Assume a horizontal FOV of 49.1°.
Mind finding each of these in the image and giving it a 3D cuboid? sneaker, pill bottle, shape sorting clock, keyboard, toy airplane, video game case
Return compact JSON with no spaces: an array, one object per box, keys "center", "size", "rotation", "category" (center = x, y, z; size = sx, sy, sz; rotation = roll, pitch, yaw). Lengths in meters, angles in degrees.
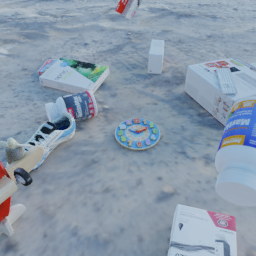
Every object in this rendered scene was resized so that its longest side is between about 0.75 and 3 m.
[{"center":[-2.640,0.394,8.566],"size":[0.953,0.961,2.652],"rotation":[21,44,24],"category":"sneaker"},{"center":[2.215,0.412,5.144],"size":[1.051,1.051,1.876],"rotation":[17,56,20],"category":"pill bottle"},{"center":[0.321,0.159,9.381],"size":[1.523,0.299,1.523],"rotation":[0,38,0],"category":"shape sorting clock"},{"center":[-2.004,-0.682,9.904],"size":[1.641,0.981,0.981],"rotation":[-17,41,-20],"category":"pill bottle"},{"center":[3.490,-1.700,9.967],"size":[0.508,0.096,1.805],"rotation":[4,39,6],"category":"keyboard"},{"center":[-3.136,1.377,6.012],"size":[1.861,2.626,2.637],"rotation":[36,3,8],"category":"toy airplane"},{"center":[-3.084,-2.885,13.388],"size":[2.006,0.175,1.434],"rotation":[5,38,6],"category":"video game case"}]

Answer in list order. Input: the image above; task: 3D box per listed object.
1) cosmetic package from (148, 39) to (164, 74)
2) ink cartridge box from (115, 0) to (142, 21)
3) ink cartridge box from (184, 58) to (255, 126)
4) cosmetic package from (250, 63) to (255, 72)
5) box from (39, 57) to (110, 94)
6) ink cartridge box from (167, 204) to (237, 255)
[{"center":[1.362,-3.464,13.493],"size":[0.673,0.958,1.889],"rotation":[6,39,6],"category":"cosmetic package"},{"center":[0.099,-4.551,10.107],"size":[0.239,1.096,0.951],"rotation":[38,21,20],"category":"ink cartridge box"},{"center":[4.015,-1.517,10.790],"size":[2.496,1.192,2.843],"rotation":[-14,40,-18],"category":"ink cartridge box"},{"center":[6.506,-2.507,12.710],"size":[1.255,0.430,1.664],"rotation":[-12,39,-19],"category":"cosmetic package"},{"center":[-2.306,-2.278,12.204],"size":[2.503,0.455,1.806],"rotation":[16,48,16],"category":"box"},{"center":[1.502,2.649,5.799],"size":[1.341,0.781,1.841],"rotation":[9,41,12],"category":"ink cartridge box"}]
